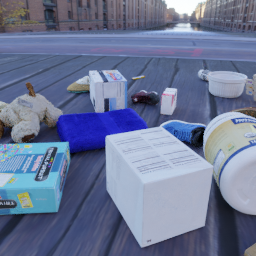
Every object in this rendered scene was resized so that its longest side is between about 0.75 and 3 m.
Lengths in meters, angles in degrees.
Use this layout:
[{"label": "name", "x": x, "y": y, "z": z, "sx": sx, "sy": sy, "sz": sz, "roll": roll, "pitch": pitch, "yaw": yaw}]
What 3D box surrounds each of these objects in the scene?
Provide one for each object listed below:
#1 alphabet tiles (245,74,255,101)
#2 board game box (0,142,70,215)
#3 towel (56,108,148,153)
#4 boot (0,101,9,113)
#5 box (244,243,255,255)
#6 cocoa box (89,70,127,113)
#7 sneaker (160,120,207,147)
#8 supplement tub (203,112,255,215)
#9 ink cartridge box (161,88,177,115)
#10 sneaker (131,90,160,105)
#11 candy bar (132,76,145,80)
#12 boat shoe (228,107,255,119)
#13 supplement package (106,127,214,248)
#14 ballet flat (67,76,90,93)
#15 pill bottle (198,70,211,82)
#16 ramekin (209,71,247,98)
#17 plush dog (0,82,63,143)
[{"label": "alphabet tiles", "x": 6.076, "y": -1.767, "z": 12.727, "sx": 1.442, "sy": 1.475, "sz": 0.108, "roll": 21, "pitch": 55, "yaw": 41}, {"label": "board game box", "x": -3.106, "y": 1.181, "z": 6.999, "sx": 2.991, "sy": 0.702, "sz": 2.258, "roll": -1, "pitch": 23, "yaw": -3}, {"label": "towel", "x": -0.903, "y": -0.042, "z": 9.704, "sx": 2.933, "sy": 0.727, "sz": 2.166, "roll": -10, "pitch": 25, "yaw": -20}, {"label": "boot", "x": -5.441, "y": -0.611, "z": 10.948, "sx": 1.594, "sy": 0.746, "sz": 2.051, "roll": 15, "pitch": 27, "yaw": 30}, {"label": "box", "x": 2.874, "y": 2.419, "z": 4.988, "sx": 0.966, "sy": 0.126, "sz": 1.182, "roll": -14, "pitch": 27, "yaw": -29}, {"label": "cocoa box", "x": -0.906, "y": -1.674, "z": 12.490, "sx": 1.382, "sy": 1.405, "sz": 2.107, "roll": -6, "pitch": 25, "yaw": -12}, {"label": "sneaker", "x": 1.923, "y": 0.192, "z": 9.244, "sx": 1.770, "sy": 0.679, "sz": 0.985, "roll": 4, "pitch": 15, "yaw": -7}, {"label": "supplement tub", "x": 2.830, "y": 0.707, "z": 6.814, "sx": 1.724, "sy": 1.724, "sz": 2.388, "roll": 0, "pitch": 25, "yaw": 1}, {"label": "ink cartridge box", "x": 1.768, "y": -1.157, "z": 12.034, "sx": 0.491, "sy": 0.843, "sz": 1.164, "roll": 7, "pitch": 25, "yaw": 16}, {"label": "sneaker", "x": 0.690, "y": -1.301, "z": 12.818, "sx": 0.926, "sy": 0.606, "sz": 1.603, "roll": -19, "pitch": 20, "yaw": -26}, {"label": "candy bar", "x": 0.637, "y": -3.108, "z": 17.267, "sx": 1.016, "sy": 0.113, "sz": 0.253, "roll": -19, "pitch": 31, "yaw": -34}, {"label": "boat shoe", "x": 4.578, "y": -0.381, "z": 10.458, "sx": 2.306, "sy": 0.830, "sz": 0.779, "roll": -2, "pitch": 18, "yaw": -19}, {"label": "supplement package", "x": 0.546, "y": 1.128, "z": 6.128, "sx": 1.513, "sy": 1.525, "sz": 2.009, "roll": -10, "pitch": 26, "yaw": -21}, {"label": "ballet flat", "x": -1.831, "y": -2.352, "z": 14.666, "sx": 2.755, "sy": 0.868, "sz": 0.946, "roll": 0, "pitch": 24, "yaw": 0}, {"label": "pill bottle", "x": 4.696, "y": -3.124, "z": 16.689, "sx": 0.609, "sy": 0.609, "sz": 1.046, "roll": -11, "pitch": 27, "yaw": -22}, {"label": "ramekin", "x": 4.991, "y": -2.204, "z": 14.202, "sx": 1.842, "sy": 0.967, "sz": 1.842, "roll": 0, "pitch": 24, "yaw": 0}, {"label": "plush dog", "x": -3.794, "y": -0.521, "z": 10.007, "sx": 1.947, "sy": 1.819, "sz": 2.267, "roll": -14, "pitch": 16, "yaw": 30}]
